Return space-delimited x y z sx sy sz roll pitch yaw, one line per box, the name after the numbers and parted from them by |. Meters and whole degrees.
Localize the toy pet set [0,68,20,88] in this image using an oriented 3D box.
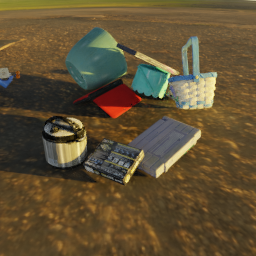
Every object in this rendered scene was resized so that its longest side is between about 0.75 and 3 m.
-6.765 -2.626 15.501 1.748 0.928 1.632 -15 -1 -30 | toy pet set

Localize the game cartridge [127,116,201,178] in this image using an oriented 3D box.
1.179 0.578 9.809 1.705 0.505 2.630 29 49 33 | game cartridge

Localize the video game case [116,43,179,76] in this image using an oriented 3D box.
0.915 -3.152 12.938 2.613 0.248 1.867 17 16 -36 | video game case

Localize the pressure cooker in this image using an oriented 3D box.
-2.058 0.379 9.187 1.420 1.615 1.443 -6 30 -10 | pressure cooker

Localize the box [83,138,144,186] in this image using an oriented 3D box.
-0.453 1.023 8.939 1.555 0.382 1.253 15 52 28 | box

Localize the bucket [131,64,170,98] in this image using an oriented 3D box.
1.141 -2.370 13.901 1.875 1.220 1.875 13 20 -5 | bucket

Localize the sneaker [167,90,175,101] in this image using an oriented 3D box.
2.735 -1.688 13.790 1.650 0.620 0.948 11 32 27 | sneaker

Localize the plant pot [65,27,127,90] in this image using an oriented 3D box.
-1.828 -3.376 14.646 2.301 2.868 2.868 -40 44 -18 | plant pot

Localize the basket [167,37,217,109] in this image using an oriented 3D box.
2.691 -2.232 11.970 1.990 2.860 2.522 -1 4 4 | basket

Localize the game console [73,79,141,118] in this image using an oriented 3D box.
-0.975 -1.285 13.449 2.106 1.450 2.444 -16 14 42 | game console
